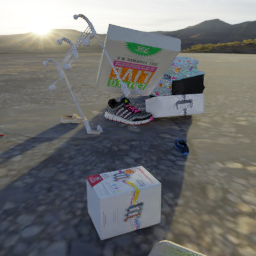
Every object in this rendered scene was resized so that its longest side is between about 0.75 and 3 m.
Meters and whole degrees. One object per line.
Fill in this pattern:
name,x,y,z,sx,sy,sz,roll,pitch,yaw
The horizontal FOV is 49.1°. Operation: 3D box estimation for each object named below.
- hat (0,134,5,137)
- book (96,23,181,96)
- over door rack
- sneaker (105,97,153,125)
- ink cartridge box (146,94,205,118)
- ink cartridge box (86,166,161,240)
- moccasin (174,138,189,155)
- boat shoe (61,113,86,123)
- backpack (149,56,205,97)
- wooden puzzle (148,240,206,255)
hat,-3.707,0.359,7.361,0.806,0.710,0.668,-45,41,-14
book,0.142,-1.803,8.088,1.862,0.670,2.787,8,-19,-9
over door rack,-1.085,-1.270,7.004,1.862,2.520,0.839,-40,-11,37
sneaker,-0.007,-0.592,9.101,1.755,0.767,0.647,11,21,30
ink cartridge box,1.526,-0.722,9.249,1.619,0.686,1.179,-4,3,-15
ink cartridge box,-0.066,1.075,4.202,0.953,0.689,0.692,-8,20,-22
moccasin,1.360,0.406,6.895,0.312,0.265,0.776,-4,19,-10
boat shoe,-1.767,-0.327,9.072,0.827,0.286,0.305,-4,19,-13
backpack,1.798,-2.128,12.115,2.156,1.880,2.453,-23,24,-39
wooden puzzle,0.662,1.881,2.211,2.049,0.412,2.215,11,22,29
